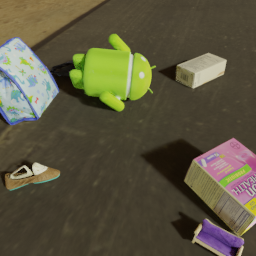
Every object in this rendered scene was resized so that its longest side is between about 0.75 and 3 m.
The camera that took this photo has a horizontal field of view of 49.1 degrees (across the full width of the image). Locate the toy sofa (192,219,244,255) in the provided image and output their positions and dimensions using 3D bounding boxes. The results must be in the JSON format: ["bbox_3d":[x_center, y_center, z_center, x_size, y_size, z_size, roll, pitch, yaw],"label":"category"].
[{"bbox_3d":[1.743,2.199,5.433,0.896,0.437,0.371,25,25,26],"label":"toy sofa"}]

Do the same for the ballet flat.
[{"bbox_3d":[-2.299,1.087,6.620,1.320,0.478,0.448,-14,19,4],"label":"ballet flat"}]

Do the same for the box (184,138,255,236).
[{"bbox_3d":[2.393,1.212,6.205,1.454,0.799,1.654,-21,50,-30],"label":"box"}]

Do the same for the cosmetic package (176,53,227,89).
[{"bbox_3d":[2.806,-2.229,10.767,1.821,0.647,0.958,-25,43,-27],"label":"cosmetic package"}]

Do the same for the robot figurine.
[{"bbox_3d":[-0.473,-1.765,9.287,2.730,1.579,2.395,7,71,1],"label":"robot figurine"}]

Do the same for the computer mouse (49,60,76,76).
[{"bbox_3d":[-2.735,-2.234,10.980,1.444,0.473,2.056,13,33,39],"label":"computer mouse"}]

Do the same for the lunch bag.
[{"bbox_3d":[-3.310,-1.464,8.489,1.359,2.133,1.814,-9,34,16],"label":"lunch bag"}]
